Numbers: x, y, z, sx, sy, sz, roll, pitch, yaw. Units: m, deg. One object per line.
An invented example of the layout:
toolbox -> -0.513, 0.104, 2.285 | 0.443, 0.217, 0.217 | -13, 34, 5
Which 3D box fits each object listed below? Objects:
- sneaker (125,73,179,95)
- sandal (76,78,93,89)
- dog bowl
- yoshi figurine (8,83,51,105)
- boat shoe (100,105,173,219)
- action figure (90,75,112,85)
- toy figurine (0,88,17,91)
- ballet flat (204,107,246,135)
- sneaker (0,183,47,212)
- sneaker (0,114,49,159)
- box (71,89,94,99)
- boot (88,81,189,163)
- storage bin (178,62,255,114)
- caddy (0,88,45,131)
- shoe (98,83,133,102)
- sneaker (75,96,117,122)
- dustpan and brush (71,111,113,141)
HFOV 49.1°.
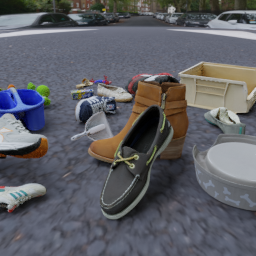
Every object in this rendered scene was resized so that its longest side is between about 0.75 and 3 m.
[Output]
sneaker -> 1.126, -1.825, 11.907 | 2.449, 0.866, 1.197 | -10, 24, -24
sandal -> -2.046, -2.187, 13.325 | 0.414, 0.371, 1.129 | 14, 27, 29
dog bowl -> 2.552, 0.900, 6.129 | 2.294, 0.673, 2.294 | 0, 25, 0
yoshi figurine -> -3.693, -1.306, 10.769 | 1.709, 0.957, 0.961 | 10, 19, 14
boat shoe -> 0.111, 0.582, 5.648 | 0.890, 0.751, 2.496 | 10, 53, 34
action figure -> -1.293, -2.393, 13.626 | 1.045, 0.517, 0.341 | 11, 27, 10
toy figurine -> -4.936, -1.092, 10.329 | 1.788, 0.943, 1.071 | -10, 21, -23
ballet flat -> 3.047, -0.302, 8.796 | 0.707, 0.668, 2.097 | -4, 24, -9
sneaker -> -2.160, 1.406, 5.503 | 1.089, 0.383, 0.509 | 0, 49, -20
sneaker -> -2.628, 0.131, 6.323 | 2.229, 1.025, 0.844 | -3, -18, 32
box -> -1.904, -1.415, 11.711 | 0.918, 0.295, 0.321 | -7, 25, -15
boot -> 0.256, -0.152, 6.867 | 2.526, 1.961, 0.969 | 0, 23, 0
storage bin -> 3.714, -1.680, 11.153 | 2.633, 1.243, 2.652 | 14, 27, 30
caddy -> -3.593, -0.697, 9.040 | 1.610, 1.196, 2.278 | -15, 28, -28
shoe -> -0.584, -1.464, 11.583 | 1.818, 0.485, 0.636 | 18, 30, 34
sneaker -> -1.030, -0.684, 9.661 | 1.019, 0.658, 1.879 | 6, 22, 16
dustpan and brush -> -1.040, 0.098, 7.845 | 1.230, 0.858, 0.352 | -23, 4, -19
